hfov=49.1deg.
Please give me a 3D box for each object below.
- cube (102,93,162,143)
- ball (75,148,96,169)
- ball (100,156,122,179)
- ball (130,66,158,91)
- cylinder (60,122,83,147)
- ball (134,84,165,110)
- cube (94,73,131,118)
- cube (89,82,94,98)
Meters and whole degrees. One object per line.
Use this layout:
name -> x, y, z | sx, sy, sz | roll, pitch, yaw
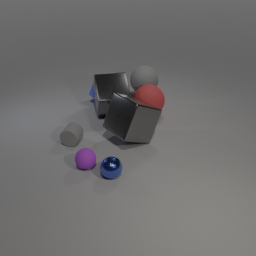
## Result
cube -> 0.147, -0.361, 10.536 | 1.400, 1.400, 1.400 | 8, 17, -44
ball -> -1.394, 1.003, 9.221 | 0.700, 0.700, 0.700 | 0, 29, 0
ball -> -0.527, 1.246, 8.858 | 0.700, 0.700, 0.700 | 0, 29, 0
ball -> 0.803, -2.376, 13.900 | 1.400, 1.400, 1.400 | 0, 29, 0
cylinder -> -2.130, 0.241, 10.630 | 0.700, 0.700, 0.700 | 5, 29, 9
ball -> 0.928, -1.228, 12.431 | 1.400, 1.400, 1.400 | 0, 29, 0
cube -> -0.736, -1.442, 12.394 | 1.400, 1.400, 1.400 | -6, 64, -11
cube -> -1.353, -1.771, 13.750 | 0.700, 0.700, 0.700 | -4, 37, -49
